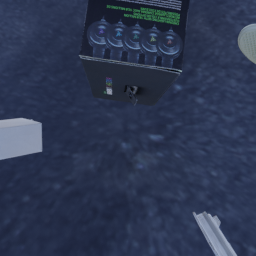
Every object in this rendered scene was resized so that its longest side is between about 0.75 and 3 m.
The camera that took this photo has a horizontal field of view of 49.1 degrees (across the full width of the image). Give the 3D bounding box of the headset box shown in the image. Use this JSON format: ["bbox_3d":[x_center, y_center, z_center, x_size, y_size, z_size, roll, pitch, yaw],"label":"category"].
[{"bbox_3d":[0.131,-1.892,4.800,1.369,2.570,2.952,8,83,-2],"label":"headset box"}]

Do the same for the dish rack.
[{"bbox_3d":[1.191,1.552,3.207,0.251,0.990,1.154,-28,26,3],"label":"dish rack"}]

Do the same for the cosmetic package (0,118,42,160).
[{"bbox_3d":[-2.143,0.182,4.565,0.692,0.546,1.286,11,14,43],"label":"cosmetic package"}]

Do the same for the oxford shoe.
[{"bbox_3d":[2.978,-1.522,5.304,2.102,0.790,0.607,12,63,-15],"label":"oxford shoe"}]
